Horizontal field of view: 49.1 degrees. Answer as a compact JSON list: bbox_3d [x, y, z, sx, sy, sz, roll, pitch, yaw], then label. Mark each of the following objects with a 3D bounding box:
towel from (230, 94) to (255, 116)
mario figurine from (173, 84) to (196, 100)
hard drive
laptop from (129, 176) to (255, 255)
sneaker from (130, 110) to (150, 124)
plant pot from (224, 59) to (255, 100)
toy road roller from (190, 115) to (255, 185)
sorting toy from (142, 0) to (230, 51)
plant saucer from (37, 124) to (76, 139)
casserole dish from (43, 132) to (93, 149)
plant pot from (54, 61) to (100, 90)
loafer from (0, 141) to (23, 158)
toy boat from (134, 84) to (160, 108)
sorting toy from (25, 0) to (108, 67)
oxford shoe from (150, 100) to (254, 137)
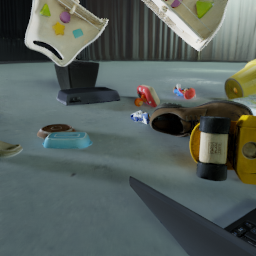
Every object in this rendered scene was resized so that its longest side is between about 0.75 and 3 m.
[{"bbox_3d":[4.257,-0.528,8.694,2.022,0.569,2.362,-14,21,-31],"label":"towel"},{"bbox_3d":[2.530,-1.613,12.206,0.741,0.636,1.201,-7,16,-25],"label":"mario figurine"},{"bbox_3d":[-1.629,-1.342,11.498,2.298,0.486,1.550,-9,18,-27],"label":"hard drive"},{"bbox_3d":[1.595,0.985,2.233,2.477,1.279,2.195,-12,21,-36],"label":"laptop"},{"bbox_3d":[0.366,-0.265,8.259,0.417,0.356,0.945,-17,14,-14],"label":"sneaker"},{"bbox_3d":[4.692,-1.622,10.600,1.654,1.758,1.758,-20,21,-12],"label":"plant pot"},{"bbox_3d":[2.006,0.306,4.981,1.773,1.089,1.294,3,5,13],"label":"toy road roller"},{"bbox_3d":[1.235,-2.866,5.319,2.035,1.832,1.087,41,17,-8],"label":"sorting toy"},{"bbox_3d":[-1.868,0.064,7.344,1.003,0.161,1.003,0,15,0],"label":"plant saucer"},{"bbox_3d":[-1.411,0.268,6.535,1.160,0.225,0.703,1,16,0],"label":"casserole dish"},{"bbox_3d":[-2.272,-2.208,12.543,1.548,1.376,1.551,-5,7,-35],"label":"plant pot"},{"bbox_3d":[-2.700,0.415,5.813,0.968,0.337,0.364,-4,17,-12],"label":"loafer"},{"bbox_3d":[0.611,-1.105,10.544,0.825,0.824,1.262,-36,25,-10],"label":"toy boat"},{"bbox_3d":[-2.172,-3.137,8.877,2.266,2.040,1.211,30,-8,-26],"label":"sorting toy"},{"bbox_3d":[1.726,-0.113,6.859,2.491,0.905,1.052,-4,20,23],"label":"oxford shoe"}]
